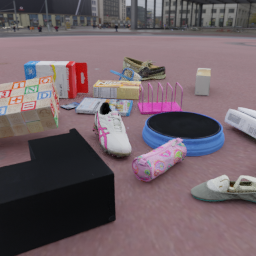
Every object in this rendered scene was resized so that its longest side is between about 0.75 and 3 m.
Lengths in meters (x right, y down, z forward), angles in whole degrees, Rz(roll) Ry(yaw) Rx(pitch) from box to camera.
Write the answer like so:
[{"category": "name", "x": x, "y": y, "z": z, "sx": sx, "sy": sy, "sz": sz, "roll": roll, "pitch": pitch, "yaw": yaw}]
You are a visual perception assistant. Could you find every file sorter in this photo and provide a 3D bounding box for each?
[{"category": "file sorter", "x": 1.313, "y": -1.275, "z": 11.569, "sx": 1.691, "sy": 1.060, "sz": 1.175, "roll": -2, "pitch": 23, "yaw": -4}]

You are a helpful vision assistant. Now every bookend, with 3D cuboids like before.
[{"category": "bookend", "x": -1.847, "y": 1.126, "z": 5.779, "sx": 2.455, "sy": 1.131, "sz": 2.439, "roll": -12, "pitch": 25, "yaw": -25}]

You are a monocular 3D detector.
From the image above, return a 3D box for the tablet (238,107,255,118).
[{"category": "tablet", "x": 4.823, "y": -0.204, "z": 9.108, "sx": 1.488, "sy": 0.156, "sz": 2.287, "roll": 11, "pitch": 16, "yaw": -20}]

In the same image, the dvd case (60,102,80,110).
[{"category": "dvd case", "x": -2.419, "y": -0.941, "z": 12.055, "sx": 0.579, "sy": 0.071, "sz": 0.812, "roll": 21, "pitch": 30, "yaw": 38}]

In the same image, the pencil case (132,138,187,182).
[{"category": "pencil case", "x": 0.844, "y": 0.783, "z": 7.192, "sx": 0.708, "sy": 0.708, "sz": 1.619, "roll": 21, "pitch": 32, "yaw": 41}]

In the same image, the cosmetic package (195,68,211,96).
[{"category": "cosmetic package", "x": 3.825, "y": -2.381, "z": 14.278, "sx": 0.688, "sy": 1.018, "sz": 1.936, "roll": 6, "pitch": 25, "yaw": 14}]

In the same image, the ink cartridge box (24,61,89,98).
[{"category": "ink cartridge box", "x": -3.321, "y": -2.282, "z": 13.239, "sx": 2.763, "sy": 1.605, "sz": 0.929, "roll": 0, "pitch": 23, "yaw": 0}]

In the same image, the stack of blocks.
[{"category": "stack of blocks", "x": -3.687, "y": -0.577, "z": 8.578, "sx": 2.948, "sy": 0.863, "sz": 1.697, "roll": -11, "pitch": 42, "yaw": -4}]

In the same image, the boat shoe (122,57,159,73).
[{"category": "boat shoe", "x": 0.839, "y": -4.076, "z": 18.382, "sx": 2.908, "sy": 0.912, "sz": 1.066, "roll": 14, "pitch": 27, "yaw": 31}]

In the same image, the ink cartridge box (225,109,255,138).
[{"category": "ink cartridge box", "x": 4.756, "y": 0.035, "z": 9.450, "sx": 2.309, "sy": 0.578, "sz": 1.858, "roll": 10, "pitch": 17, "yaw": -25}]

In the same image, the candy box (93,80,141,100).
[{"category": "candy box", "x": -0.499, "y": -1.868, "z": 13.546, "sx": 2.185, "sy": 0.604, "sz": 1.261, "roll": 3, "pitch": 23, "yaw": 7}]

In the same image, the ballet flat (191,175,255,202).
[{"category": "ballet flat", "x": 2.286, "y": 1.282, "z": 6.157, "sx": 1.759, "sy": 0.560, "sz": 0.593, "roll": 3, "pitch": 23, "yaw": 7}]

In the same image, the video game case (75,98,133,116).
[{"category": "video game case", "x": -0.942, "y": -0.907, "z": 11.738, "sx": 2.163, "sy": 0.193, "sz": 1.548, "roll": 4, "pitch": 23, "yaw": 5}]

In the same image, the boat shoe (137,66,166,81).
[{"category": "boat shoe", "x": 1.124, "y": -3.301, "z": 16.726, "sx": 2.387, "sy": 0.774, "sz": 0.874, "roll": -8, "pitch": 24, "yaw": -19}]

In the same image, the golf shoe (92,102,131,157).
[{"category": "golf shoe", "x": -0.505, "y": 0.025, "z": 8.367, "sx": 0.801, "sy": 1.015, "sz": 2.205, "roll": -2, "pitch": 31, "yaw": -28}]

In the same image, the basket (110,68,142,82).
[{"category": "basket", "x": -0.117, "y": -2.652, "z": 14.685, "sx": 1.464, "sy": 1.019, "sz": 1.291, "roll": 23, "pitch": 9, "yaw": -31}]

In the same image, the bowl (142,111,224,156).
[{"category": "bowl", "x": 1.774, "y": 0.074, "z": 9.081, "sx": 2.624, "sy": 0.515, "sz": 2.624, "roll": 0, "pitch": 23, "yaw": 0}]

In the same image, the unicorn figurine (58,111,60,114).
[{"category": "unicorn figurine", "x": -3.502, "y": -0.912, "z": 11.157, "sx": 1.698, "sy": 0.913, "sz": 2.473, "roll": -6, "pitch": 36, "yaw": -39}]
